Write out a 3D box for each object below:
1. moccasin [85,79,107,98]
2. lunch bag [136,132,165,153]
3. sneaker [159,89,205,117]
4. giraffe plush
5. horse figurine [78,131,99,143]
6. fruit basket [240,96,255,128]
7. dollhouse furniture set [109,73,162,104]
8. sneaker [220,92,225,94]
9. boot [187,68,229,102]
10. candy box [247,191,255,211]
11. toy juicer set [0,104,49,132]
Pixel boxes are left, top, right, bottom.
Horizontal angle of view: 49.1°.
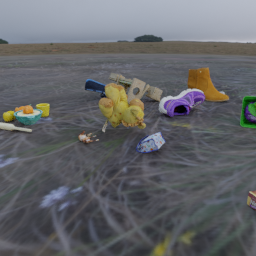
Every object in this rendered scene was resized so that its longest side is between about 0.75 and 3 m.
[{"bbox_3d":[-1.383,-2.031,15.616,2.151,0.733,0.865,20,2,-11],"label":"moccasin"},{"bbox_3d":[0.676,0.478,8.816,0.754,0.467,0.641,-23,5,36],"label":"lunch bag"},{"bbox_3d":[2.634,-1.004,12.877,2.576,1.039,1.075,-21,42,-28],"label":"sneaker"},{"bbox_3d":[-0.076,-0.629,10.179,1.484,1.830,1.579,10,0,29],"label":"giraffe plush"},{"bbox_3d":[-1.442,0.335,9.633,0.608,0.229,0.918,-14,23,-35],"label":"horse figurine"},{"bbox_3d":[5.282,-0.642,10.583,1.973,1.423,1.973,5,5,0],"label":"fruit basket"},{"bbox_3d":[0.255,-1.919,15.428,2.133,1.341,2.412,17,6,-37],"label":"dollhouse furniture set"},{"bbox_3d":[5.057,-1.893,16.136,0.970,0.374,0.397,7,-7,20],"label":"sneaker"},{"bbox_3d":[4.380,-2.418,15.344,2.414,1.728,0.849,13,24,32],"label":"boot"},{"bbox_3d":[3.266,1.557,5.889,1.240,0.350,0.723,-4,19,-16],"label":"candy box"},{"bbox_3d":[-4.362,-0.547,11.429,1.719,0.735,2.702,0,19,1],"label":"toy juicer set"}]
